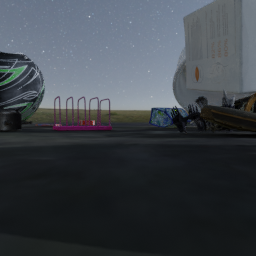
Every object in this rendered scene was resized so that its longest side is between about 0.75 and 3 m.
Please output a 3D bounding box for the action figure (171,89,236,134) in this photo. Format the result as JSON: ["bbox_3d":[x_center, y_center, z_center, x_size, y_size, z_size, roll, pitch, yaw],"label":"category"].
[{"bbox_3d":[1.447,-0.258,4.638,1.407,0.718,0.836,-3,-8,-34],"label":"action figure"}]

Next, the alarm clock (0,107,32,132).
[{"bbox_3d":[-2.829,-0.164,5.588,1.536,0.511,1.036,-3,1,5],"label":"alarm clock"}]

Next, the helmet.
[{"bbox_3d":[-3.753,-1.190,8.619,2.252,2.362,2.362,6,0,-11],"label":"helmet"}]

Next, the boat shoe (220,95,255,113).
[{"bbox_3d":[2.712,-0.299,6.174,0.717,0.831,2.287,-11,2,-25],"label":"boat shoe"}]

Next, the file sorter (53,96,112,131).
[{"bbox_3d":[-1.031,-0.319,6.241,1.161,0.728,0.807,-1,1,-22],"label":"file sorter"}]

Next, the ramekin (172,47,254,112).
[{"bbox_3d":[2.918,-1.799,9.265,2.852,2.852,1.390,0,43,9],"label":"ramekin"}]

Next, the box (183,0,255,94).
[{"bbox_3d":[2.186,-1.675,5.808,1.223,1.751,2.299,-7,12,-11],"label":"box"}]

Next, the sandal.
[{"bbox_3d":[2.372,-0.284,3.765,2.824,0.771,1.154,0,1,2],"label":"sandal"}]

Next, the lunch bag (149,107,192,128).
[{"bbox_3d":[1.225,-0.271,7.963,0.828,0.621,0.974,-2,17,-36],"label":"lunch bag"}]

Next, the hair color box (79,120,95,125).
[{"bbox_3d":[-2.153,-0.275,14.483,0.783,0.250,0.434,-1,2,7],"label":"hair color box"}]

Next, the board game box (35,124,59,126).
[{"bbox_3d":[-3.124,-0.111,10.989,0.891,0.087,0.458,1,0,19],"label":"board game box"}]
